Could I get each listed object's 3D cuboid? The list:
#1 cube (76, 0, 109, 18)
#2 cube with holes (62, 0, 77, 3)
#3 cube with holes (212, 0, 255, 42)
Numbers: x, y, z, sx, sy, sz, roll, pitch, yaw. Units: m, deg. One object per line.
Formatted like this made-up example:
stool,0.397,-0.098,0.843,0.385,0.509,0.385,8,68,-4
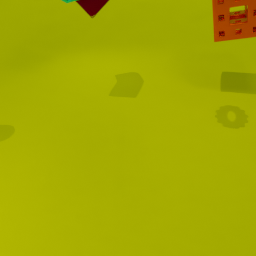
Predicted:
cube,-1.101,-3.814,8.196,0.737,0.737,0.737,-43,33,12
cube with holes,-1.429,-3.778,6.849,0.927,0.927,0.927,-6,4,22
cube with holes,3.158,-3.434,8.071,1.331,1.331,1.331,-2,35,20
